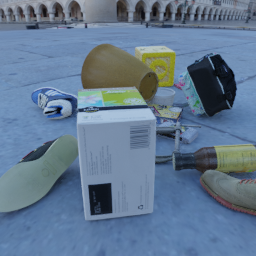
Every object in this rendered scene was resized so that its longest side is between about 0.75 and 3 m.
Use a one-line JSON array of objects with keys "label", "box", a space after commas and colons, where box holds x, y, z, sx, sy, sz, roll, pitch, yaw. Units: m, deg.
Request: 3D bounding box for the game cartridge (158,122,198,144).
[{"label": "game cartridge", "box": [1.798, 0.144, 10.431, 1.468, 0.300, 0.977, 16, 26, 31]}]

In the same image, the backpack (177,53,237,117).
[{"label": "backpack", "box": [3.577, -1.896, 12.125, 2.102, 2.479, 2.792, -20, 10, 38]}]

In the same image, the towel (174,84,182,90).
[{"label": "towel", "box": [3.222, -2.363, 15.944, 0.826, 0.128, 1.142, -8, 26, -19]}]

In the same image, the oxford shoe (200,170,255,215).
[{"label": "oxford shoe", "box": [3.030, 1.475, 6.643, 2.780, 1.040, 0.979, 21, 32, 38]}]

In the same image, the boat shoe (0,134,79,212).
[{"label": "boat shoe", "box": [-2.466, 1.197, 7.511, 0.898, 1.049, 2.867, -23, 15, 43]}]

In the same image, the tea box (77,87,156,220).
[{"label": "tea box", "box": [-0.386, 0.482, 7.044, 1.662, 2.488, 2.448, -4, 25, -9]}]

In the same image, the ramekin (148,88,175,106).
[{"label": "ramekin", "box": [1.536, -1.386, 13.183, 1.320, 0.693, 1.320, 1, 25, 0]}]

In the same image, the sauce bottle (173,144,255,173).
[{"label": "sauce bottle", "box": [2.570, 0.905, 8.074, 2.522, 0.816, 0.816, -3, 25, 3]}]

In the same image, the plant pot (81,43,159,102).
[{"label": "plant pot", "box": [-0.175, -2.204, 12.640, 2.919, 2.720, 2.720, 25, 35, 39]}]

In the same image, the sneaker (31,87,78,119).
[{"label": "sneaker", "box": [-3.455, -1.066, 12.132, 2.435, 0.981, 1.783, 11, 23, 11]}]

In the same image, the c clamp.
[{"label": "c clamp", "box": [1.390, 0.421, 9.433, 1.976, 0.313, 2.313, 4, 34, 16]}]

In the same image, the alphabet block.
[{"label": "alphabet block", "box": [1.513, -3.622, 16.418, 2.004, 2.014, 2.052, -6, 26, -9]}]

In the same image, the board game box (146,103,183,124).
[{"label": "board game box", "box": [1.246, -0.626, 11.968, 1.963, 0.340, 1.330, 10, 27, 19]}]
